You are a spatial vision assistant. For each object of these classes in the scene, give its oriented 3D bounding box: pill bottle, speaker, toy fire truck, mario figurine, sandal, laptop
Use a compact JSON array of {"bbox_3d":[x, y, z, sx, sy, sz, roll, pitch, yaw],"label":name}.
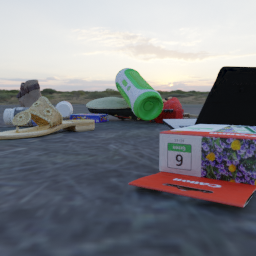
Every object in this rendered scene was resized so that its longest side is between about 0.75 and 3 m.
[{"bbox_3d":[-2.860,-0.818,12.568,0.766,0.766,1.356,-1,7,-12],"label":"pill bottle"},{"bbox_3d":[0.331,-1.299,10.132,1.146,1.146,2.591,-2,32,-20],"label":"speaker"},{"bbox_3d":[1.897,-0.427,9.953,1.484,0.513,2.104,-3,6,-32],"label":"toy fire truck"},{"bbox_3d":[1.399,-0.979,12.066,1.425,1.224,2.308,-4,6,-39],"label":"mario figurine"},{"bbox_3d":[-3.258,-0.343,8.724,1.043,0.594,0.594,0,6,-4],"label":"pill bottle"},{"bbox_3d":[-1.985,-0.321,6.919,1.012,0.908,2.760,5,8,42],"label":"sandal"},{"bbox_3d":[2.291,-0.533,5.716,2.449,1.516,2.615,-1,15,-11],"label":"laptop"}]

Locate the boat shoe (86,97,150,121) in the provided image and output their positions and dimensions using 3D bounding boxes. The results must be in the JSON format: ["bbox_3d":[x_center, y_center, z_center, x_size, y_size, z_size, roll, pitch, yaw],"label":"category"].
[{"bbox_3d":[-0.255,-0.727,11.299,2.948,0.924,1.078,1,31,13],"label":"boat shoe"}]

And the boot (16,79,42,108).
[{"bbox_3d":[-3.981,-1.246,12.141,2.316,1.693,0.813,3,7,31],"label":"boot"}]

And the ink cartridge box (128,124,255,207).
[{"bbox_3d":[0.965,0.267,3.105,1.076,0.497,1.975,4,6,34],"label":"ink cartridge box"}]

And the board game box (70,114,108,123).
[{"bbox_3d":[-1.479,-0.388,10.739,1.233,0.276,0.829,2,6,20],"label":"board game box"}]
